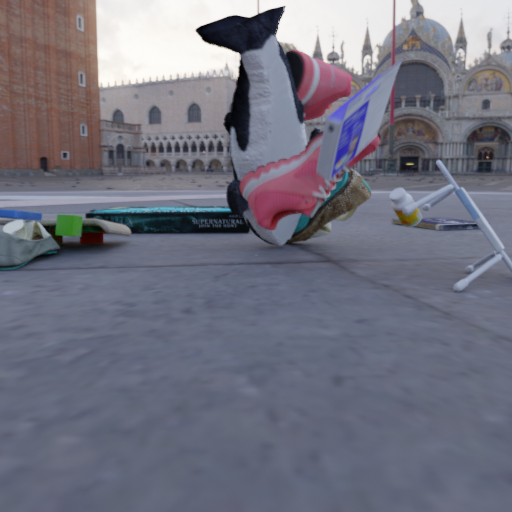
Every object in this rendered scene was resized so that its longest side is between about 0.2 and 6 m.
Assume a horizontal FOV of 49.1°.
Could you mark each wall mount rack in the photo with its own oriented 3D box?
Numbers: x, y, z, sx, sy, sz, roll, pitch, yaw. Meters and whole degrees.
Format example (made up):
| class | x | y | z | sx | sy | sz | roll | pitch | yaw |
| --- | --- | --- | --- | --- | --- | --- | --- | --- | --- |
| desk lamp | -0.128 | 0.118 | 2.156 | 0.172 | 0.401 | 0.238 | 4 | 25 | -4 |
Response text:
| class | x | y | z | sx | sy | sz | roll | pitch | yaw |
| --- | --- | --- | --- | --- | --- | --- | --- | --- | --- |
| wall mount rack | 2.547 | -0.297 | 7.059 | 0.691 | 1.852 | 1.609 | -36 | -10 | 22 |

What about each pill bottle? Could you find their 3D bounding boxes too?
| class | x | y | z | sx | sy | sz | roll | pitch | yaw |
| --- | --- | --- | --- | --- | --- | --- | --- | --- | --- |
| pill bottle | 2.723 | -0.893 | 10.272 | 0.392 | 0.706 | 0.392 | -27 | 34 | 20 |

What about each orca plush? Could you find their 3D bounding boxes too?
| class | x | y | z | sx | sy | sz | roll | pitch | yaw |
| --- | --- | --- | --- | --- | --- | --- | --- | --- | --- |
| orca plush | -0.229 | -1.993 | 9.231 | 1.501 | 2.222 | 4.224 | 31 | -17 | 33 |

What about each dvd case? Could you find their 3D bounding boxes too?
| class | x | y | z | sx | sy | sz | roll | pitch | yaw |
| --- | --- | --- | --- | --- | --- | --- | --- | --- | --- |
| dvd case | 4.748 | -0.842 | 14.563 | 1.512 | 0.162 | 2.033 | -3 | 9 | -22 |

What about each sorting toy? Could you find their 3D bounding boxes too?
| class | x | y | z | sx | sy | sz | roll | pitch | yaw |
| --- | --- | --- | --- | --- | --- | --- | --- | --- | --- |
| sorting toy | -3.526 | -0.445 | 10.314 | 2.093 | 0.506 | 3.717 | 4 | 0 | 0 |

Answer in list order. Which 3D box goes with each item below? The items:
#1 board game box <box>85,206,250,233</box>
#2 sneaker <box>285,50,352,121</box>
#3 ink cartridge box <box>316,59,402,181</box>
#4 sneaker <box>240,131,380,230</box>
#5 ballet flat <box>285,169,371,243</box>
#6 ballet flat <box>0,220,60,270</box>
| class | x | y | z | sx | sy | sz | roll | pitch | yaw |
| --- | --- | --- | --- | --- | --- | --- | --- | --- | --- |
| board game box | -2.033 | -0.930 | 13.901 | 3.732 | 0.525 | 2.524 | 0 | 8 | -2 |
| sneaker | 0.700 | -2.869 | 10.729 | 1.363 | 1.159 | 3.144 | 3 | -1 | -22 |
| ink cartridge box | 1.157 | -1.584 | 6.404 | 0.247 | 1.138 | 1.127 | 36 | 58 | 18 |
| sneaker | 0.835 | -1.037 | 7.918 | 2.160 | 0.937 | 0.796 | -25 | -20 | 23 |
| ballet flat | 1.251 | -0.745 | 10.473 | 0.761 | 0.822 | 2.333 | 28 | -36 | -21 |
| ballet flat | -3.570 | -0.249 | 8.739 | 0.692 | 0.654 | 2.054 | 0 | 8 | -2 |
